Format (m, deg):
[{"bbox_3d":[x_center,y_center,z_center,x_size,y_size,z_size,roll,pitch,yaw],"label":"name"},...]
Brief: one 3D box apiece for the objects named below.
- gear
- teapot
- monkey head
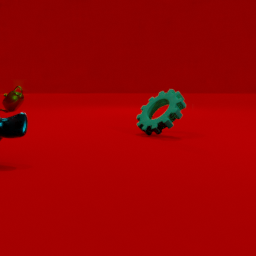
[{"bbox_3d":[0.709,-0.354,6.155,0.212,1.145,1.145,46,-19,-30],"label":"gear"},{"bbox_3d":[-4.113,-0.945,9.876,0.632,1.290,0.802,38,16,-10],"label":"teapot"},{"bbox_3d":[-1.879,-0.064,3.549,0.997,1.386,0.835,-11,-26,12],"label":"monkey head"}]
